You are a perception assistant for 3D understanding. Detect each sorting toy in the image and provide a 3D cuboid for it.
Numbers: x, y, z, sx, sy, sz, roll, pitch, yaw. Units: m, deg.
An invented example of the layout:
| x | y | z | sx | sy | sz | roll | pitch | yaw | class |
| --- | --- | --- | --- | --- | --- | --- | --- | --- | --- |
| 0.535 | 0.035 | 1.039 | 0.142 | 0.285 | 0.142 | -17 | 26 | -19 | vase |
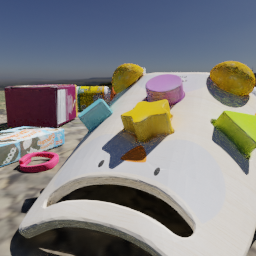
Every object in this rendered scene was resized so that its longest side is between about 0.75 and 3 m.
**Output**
| x | y | z | sx | sy | sz | roll | pitch | yaw | class |
| --- | --- | --- | --- | --- | --- | --- | --- | --- | --- |
| 0.272 | 0.351 | 2.961 | 2.768 | 1.479 | 2.492 | 4 | 29 | 24 | sorting toy |

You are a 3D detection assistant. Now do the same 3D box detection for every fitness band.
| x | y | z | sx | sy | sz | roll | pitch | yaw | class |
| --- | --- | --- | --- | --- | --- | --- | --- | --- | --- |
| -1.402 | 0.532 | 4.450 | 0.541 | 0.141 | 0.753 | 2 | 10 | -1 | fitness band |

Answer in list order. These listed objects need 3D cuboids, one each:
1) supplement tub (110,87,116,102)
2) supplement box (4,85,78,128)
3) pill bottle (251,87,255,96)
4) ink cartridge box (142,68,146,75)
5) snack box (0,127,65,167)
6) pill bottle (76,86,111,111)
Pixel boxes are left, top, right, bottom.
| x | y | z | sx | sy | sz | roll | pitch | yaw | class |
| --- | --- | --- | --- | --- | --- | --- | --- | --- | --- |
| 0.294 | -1.235 | 11.849 | 1.993 | 1.221 | 1.221 | -2 | 10 | -11 | supplement tub |
| -2.614 | -0.766 | 8.941 | 1.538 | 1.212 | 2.349 | 1 | 9 | 4 | supplement box |
| 2.988 | -0.460 | 7.182 | 1.183 | 1.183 | 2.123 | -3 | 10 | -16 | pill bottle |
| 0.242 | -1.925 | 13.615 | 0.845 | 1.992 | 1.451 | 5 | 10 | 27 | ink cartridge box |
| -2.168 | 0.290 | 5.191 | 1.104 | 0.352 | 1.900 | 4 | 10 | 21 | snack box |
| -1.416 | -1.372 | 12.981 | 1.974 | 1.113 | 1.113 | 0 | 9 | -1 | pill bottle |
